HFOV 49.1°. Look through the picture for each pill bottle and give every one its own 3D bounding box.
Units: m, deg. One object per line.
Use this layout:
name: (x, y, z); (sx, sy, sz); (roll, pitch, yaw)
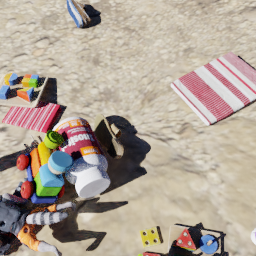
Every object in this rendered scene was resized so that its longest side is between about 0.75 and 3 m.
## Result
pill bottle: (-1.180, 0.728, 7.159); (1.089, 1.089, 1.928); (-21, 56, -15)

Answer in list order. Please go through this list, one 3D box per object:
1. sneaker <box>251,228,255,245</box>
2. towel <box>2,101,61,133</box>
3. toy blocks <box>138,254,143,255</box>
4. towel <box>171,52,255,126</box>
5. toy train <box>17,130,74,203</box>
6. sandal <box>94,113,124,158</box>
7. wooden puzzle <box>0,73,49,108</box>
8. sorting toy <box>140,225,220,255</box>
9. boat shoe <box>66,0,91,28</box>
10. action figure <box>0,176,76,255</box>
sneaker: (3.392, 2.178, 6.432); (1.304, 0.576, 0.524); (-37, 61, -25)
towel: (-2.918, -0.408, 8.572); (1.500, 0.169, 1.085); (13, 54, 10)
toy blocks: (0.435, 3.641, 5.026); (1.444, 1.056, 2.113); (25, 62, 5)
towel: (3.052, -1.346, 9.189); (2.778, 0.316, 2.001); (-28, 61, -17)
toy train: (-2.075, 0.560, 6.991); (0.984, 1.345, 2.325); (12, 37, -38)
sandal: (-0.416, 0.254, 7.921); (0.577, 0.643, 1.754); (10, 29, -35)
wooden puzzle: (-3.520, -1.286, 8.950); (1.654, 0.383, 1.532); (1, 45, 2)
sorting toy: (1.386, 2.735, 6.131); (2.384, 0.403, 1.149); (9, 54, 7)
boat shoe: (-2.044, -4.803, 11.560); (0.641, 0.640, 1.772); (-18, 66, -19)
action figure: (-2.345, 1.787, 6.372); (2.207, 1.193, 2.281); (10, 52, -1)
